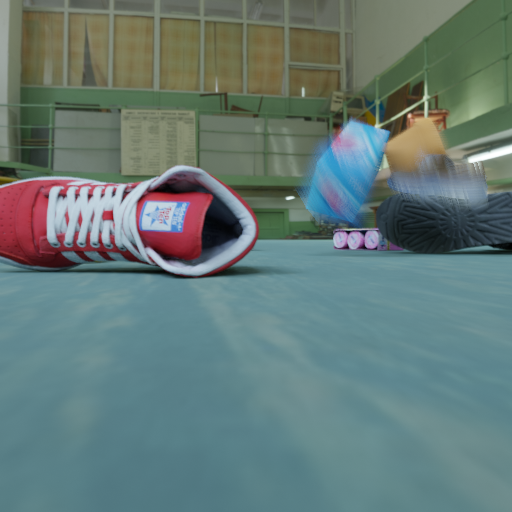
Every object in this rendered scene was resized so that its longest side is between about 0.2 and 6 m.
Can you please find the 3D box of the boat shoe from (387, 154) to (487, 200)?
[{"bbox_3d":[3.221,-1.449,9.995,0.717,0.718,1.984,-9,15,-38],"label":"boat shoe"}]

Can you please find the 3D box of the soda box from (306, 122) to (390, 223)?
[{"bbox_3d":[1.740,-1.615,10.245,0.847,0.895,2.640,18,33,12],"label":"soda box"}]

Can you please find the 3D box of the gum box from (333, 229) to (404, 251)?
[{"bbox_3d":[2.861,-0.420,14.493,0.949,0.553,1.673,-1,2,-35],"label":"gum box"}]

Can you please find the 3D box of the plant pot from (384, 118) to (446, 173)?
[{"bbox_3d":[3.304,-1.999,11.668,1.032,1.474,1.474,-19,-2,11],"label":"plant pot"}]

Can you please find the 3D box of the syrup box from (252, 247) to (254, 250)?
[{"bbox_3d":[-0.345,-0.348,14.234,0.444,0.429,1.090,0,2,8],"label":"syrup box"}]

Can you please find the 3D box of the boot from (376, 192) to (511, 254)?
[{"bbox_3d":[4.936,-0.751,12.786,3.310,1.318,4.016,5,5,30],"label":"boot"}]

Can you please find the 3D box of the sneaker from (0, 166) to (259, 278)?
[{"bbox_3d":[-1.363,-0.315,5.306,2.846,1.014,1.601,2,-2,-15],"label":"sneaker"}]

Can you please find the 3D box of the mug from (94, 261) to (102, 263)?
[{"bbox_3d":[-2.733,-0.198,7.781,0.888,1.108,0.910,-32,-14,9],"label":"mug"}]
